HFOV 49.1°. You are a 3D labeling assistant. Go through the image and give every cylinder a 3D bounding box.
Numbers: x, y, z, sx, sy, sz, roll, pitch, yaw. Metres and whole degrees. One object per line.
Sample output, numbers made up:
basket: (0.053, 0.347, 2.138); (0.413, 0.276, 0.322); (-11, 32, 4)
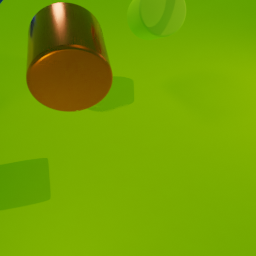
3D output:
cylinder: (-1.026, -1.207, 4.834); (1.350, 1.350, 1.350); (-8, 51, -8)
cylinder: (0.781, -3.301, 8.117); (1.363, 1.363, 1.363); (-12, 16, -12)

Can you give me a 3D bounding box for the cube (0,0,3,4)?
cube: (-3.902, -3.531, 7.374); (0.730, 0.730, 0.730); (52, 19, -1)
